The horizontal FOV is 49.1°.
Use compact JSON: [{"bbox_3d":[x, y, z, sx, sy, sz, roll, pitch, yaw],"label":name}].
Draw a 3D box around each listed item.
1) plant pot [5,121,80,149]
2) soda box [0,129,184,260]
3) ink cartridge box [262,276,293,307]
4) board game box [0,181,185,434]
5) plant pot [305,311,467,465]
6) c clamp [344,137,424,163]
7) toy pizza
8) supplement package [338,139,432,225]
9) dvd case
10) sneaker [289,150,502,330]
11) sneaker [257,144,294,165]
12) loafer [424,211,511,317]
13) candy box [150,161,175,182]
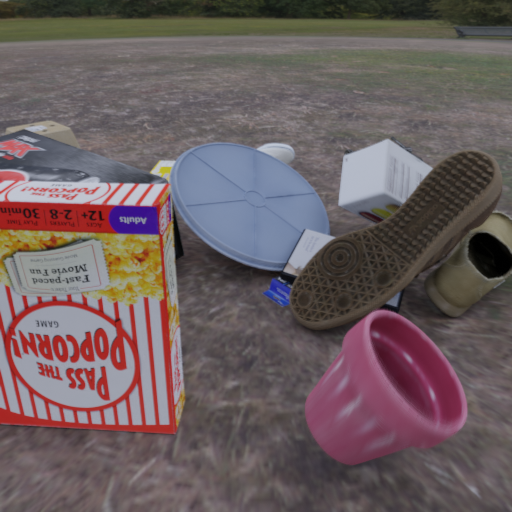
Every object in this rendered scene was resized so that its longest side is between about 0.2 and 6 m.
[{"bbox_3d":[-4.910,-2.267,12.966,1.610,1.425,1.608,-22,35,-38],"label":"plant pot"},{"bbox_3d":[-3.558,-0.968,10.111,4.790,1.517,1.695,22,41,37],"label":"soda box"},{"bbox_3d":[0.673,0.455,8.920,1.097,0.215,0.546,-21,34,-34],"label":"ink cartridge box"},{"bbox_3d":[-1.860,0.590,5.859,2.057,2.716,0.629,1,27,4],"label":"board game box"},{"bbox_3d":[1.107,1.323,5.215,1.248,1.117,1.248,29,32,-21],"label":"plant pot"},{"bbox_3d":[3.349,-2.657,15.066,2.406,0.326,2.055,-11,34,-24],"label":"c clamp"},{"bbox_3d":[-0.106,-0.879,10.121,3.103,0.492,3.103,16,44,-16],"label":"toy pizza"},{"bbox_3d":[2.472,-1.124,9.936,1.831,1.003,1.041,21,-21,-34],"label":"supplement package"},{"bbox_3d":[1.457,0.211,8.933,1.870,0.164,1.334,17,39,12],"label":"dvd case"},{"bbox_3d":[2.101,0.013,8.042,3.449,1.303,1.215,-38,56,7],"label":"sneaker"},{"bbox_3d":[0.032,-2.214,13.799,2.046,0.747,0.724,-15,39,-11],"label":"sneaker"},{"bbox_3d":[3.596,0.014,8.699,1.017,0.902,2.675,47,49,3],"label":"loafer"},{"bbox_3d":[-2.153,-1.997,13.763,0.855,0.221,1.674,5,27,4],"label":"candy box"}]
